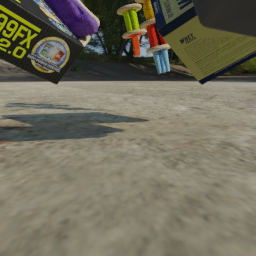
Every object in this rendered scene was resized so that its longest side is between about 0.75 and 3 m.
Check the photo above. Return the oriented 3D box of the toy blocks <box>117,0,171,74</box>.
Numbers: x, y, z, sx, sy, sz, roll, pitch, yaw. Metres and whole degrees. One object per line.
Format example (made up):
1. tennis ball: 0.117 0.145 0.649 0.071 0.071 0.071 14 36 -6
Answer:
1. toy blocks: 0.662 -3.338 10.522 1.000 2.755 2.296 -17 9 -30

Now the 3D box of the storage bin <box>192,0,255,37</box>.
1. storage bin: 2.381 -2.750 5.332 2.312 1.683 1.553 4 -32 -19

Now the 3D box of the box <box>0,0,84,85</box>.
1. box: -2.023 -1.870 3.285 2.259 0.624 2.820 23 23 -51

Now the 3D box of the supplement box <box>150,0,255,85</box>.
1. supplement box: 2.303 -2.933 7.333 2.503 1.680 2.500 -28 -41 27

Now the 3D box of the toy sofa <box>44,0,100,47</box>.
1. toy sofa: -2.142 -2.789 6.192 1.459 2.990 1.238 -18 36 38
